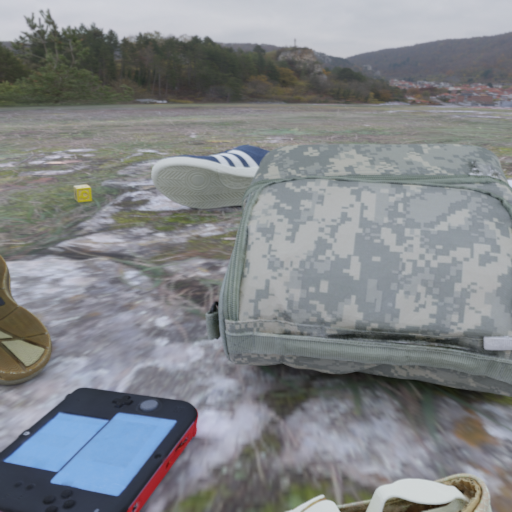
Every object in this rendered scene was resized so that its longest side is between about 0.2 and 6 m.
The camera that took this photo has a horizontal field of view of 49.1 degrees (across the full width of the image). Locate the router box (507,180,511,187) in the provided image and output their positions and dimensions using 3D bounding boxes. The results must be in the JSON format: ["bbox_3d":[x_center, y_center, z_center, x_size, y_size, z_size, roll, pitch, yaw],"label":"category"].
[{"bbox_3d":[5.878,-1.179,11.911,1.749,0.476,1.949,8,20,23],"label":"router box"}]

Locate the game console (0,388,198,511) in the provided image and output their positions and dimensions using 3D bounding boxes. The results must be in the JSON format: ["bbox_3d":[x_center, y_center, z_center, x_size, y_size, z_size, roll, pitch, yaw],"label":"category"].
[{"bbox_3d":[-1.293,1.516,4.354,1.341,0.235,1.517,7,19,18],"label":"game console"}]

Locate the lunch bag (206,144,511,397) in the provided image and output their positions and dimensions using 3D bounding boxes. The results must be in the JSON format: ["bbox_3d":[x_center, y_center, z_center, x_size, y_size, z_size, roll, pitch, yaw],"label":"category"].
[{"bbox_3d":[1.218,0.188,5.696,2.988,2.082,2.507,3,35,12],"label":"lunch bag"}]

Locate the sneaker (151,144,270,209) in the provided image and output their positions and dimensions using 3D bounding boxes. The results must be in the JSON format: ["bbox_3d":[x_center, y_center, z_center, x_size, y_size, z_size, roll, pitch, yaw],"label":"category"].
[{"bbox_3d":[-0.692,-1.875,12.330,3.255,1.220,1.375,3,45,-19],"label":"sneaker"}]

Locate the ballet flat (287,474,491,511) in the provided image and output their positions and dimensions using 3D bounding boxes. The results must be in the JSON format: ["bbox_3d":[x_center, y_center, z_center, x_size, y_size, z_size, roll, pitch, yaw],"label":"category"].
[{"bbox_3d":[0.591,1.659,3.397,1.828,0.570,0.617,-6,20,-16],"label":"ballet flat"}]

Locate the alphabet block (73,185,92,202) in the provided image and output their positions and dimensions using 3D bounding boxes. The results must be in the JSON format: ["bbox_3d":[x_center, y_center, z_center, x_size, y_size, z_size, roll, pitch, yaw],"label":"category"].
[{"bbox_3d":[-4.003,-1.439,12.922,0.334,0.336,0.342,-12,22,-28],"label":"alphabet block"}]

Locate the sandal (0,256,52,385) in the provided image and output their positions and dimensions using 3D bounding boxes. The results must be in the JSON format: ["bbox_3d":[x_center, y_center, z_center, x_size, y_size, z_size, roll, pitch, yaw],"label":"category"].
[{"bbox_3d":[-3.036,0.710,6.231,1.008,0.678,2.509,-22,43,-35],"label":"sandal"}]
